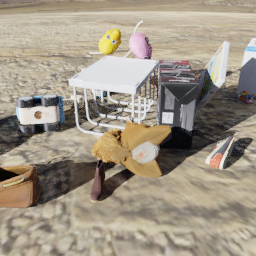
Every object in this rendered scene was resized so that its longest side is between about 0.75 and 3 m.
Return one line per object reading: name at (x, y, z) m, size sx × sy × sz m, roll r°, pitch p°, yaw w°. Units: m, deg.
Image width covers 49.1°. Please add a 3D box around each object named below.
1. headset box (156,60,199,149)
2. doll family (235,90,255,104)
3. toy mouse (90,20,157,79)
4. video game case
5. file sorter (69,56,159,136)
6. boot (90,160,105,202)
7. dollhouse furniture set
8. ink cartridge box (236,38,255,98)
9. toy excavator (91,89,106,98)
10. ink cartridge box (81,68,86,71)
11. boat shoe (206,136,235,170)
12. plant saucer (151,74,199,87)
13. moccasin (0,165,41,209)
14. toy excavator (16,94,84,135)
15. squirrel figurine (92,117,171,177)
headset box at (1.341, -0.835, 8.249) m, size 0.986 × 1.901 × 2.555 m, roll 2°, pitch 27°, yaw 5°
doll family at (4.483, -1.204, 10.612) m, size 0.490 × 0.356 × 0.789 m, roll -12°, pitch 30°, yaw -21°
toy mouse at (0.070, -2.447, 9.937) m, size 2.759 × 2.452 × 0.534 m, roll -33°, pitch 19°, yaw 47°
video game case at (2.551, -1.510, 8.806) m, size 0.222 × 1.768 × 1.943 m, roll 25°, pitch 51°, yaw -3°
file sorter at (-0.291, -1.050, 8.847) m, size 1.911 × 1.715 × 2.754 m, roll 9°, pitch 29°, yaw 15°
boot at (-0.651, 1.106, 5.902) m, size 0.275 × 0.632 × 0.760 m, roll 4°, pitch 28°, yaw 7°
dollhouse furniture set at (0.664, -3.006, 13.633) m, size 0.989 × 1.157 × 2.233 m, roll -44°, pitch 34°, yaw 4°
ink cartridge box at (5.690, -2.447, 11.333) m, size 1.893 × 1.859 × 2.571 m, roll 13°, pitch 30°, yaw 24°
toy excavator at (-1.017, -1.510, 11.215) m, size 0.911 × 0.455 × 0.886 m, roll 2°, pitch 27°, yaw -24°
ink cartridge box at (-1.249, -2.749, 13.595) m, size 1.446 × 0.314 × 1.433 m, roll 20°, pitch 34°, yaw 37°
boat shoe at (2.392, 0.576, 7.140) m, size 0.419 × 0.477 × 1.340 m, roll 14°, pitch 35°, yaw 30°
plant saucer at (2.279, -1.943, 11.617) m, size 2.628 × 0.424 × 2.628 m, roll 3°, pitch 22°, yaw -1°
moccasin at (-3.131, 1.096, 5.473) m, size 2.695 × 1.040 × 0.986 m, roll 1°, pitch 28°, yaw 1°
toy excavator at (-2.445, -0.693, 9.095) m, size 2.080 × 1.069 × 2.139 m, roll -5°, pitch 19°, yaw -12°
squirrel figurine at (0.002, 0.297, 6.894) m, size 1.789 × 1.266 × 1.670 m, roll -2°, pitch 21°, yaw -10°
